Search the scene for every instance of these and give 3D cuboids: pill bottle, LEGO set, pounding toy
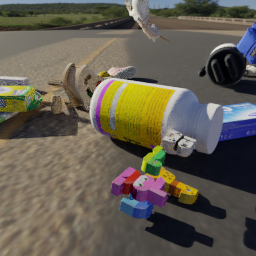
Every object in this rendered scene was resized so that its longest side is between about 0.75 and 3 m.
[{"bbox_3d":[0.589,-0.247,6.127,2.691,1.403,1.403,14,27,30],"label":"pill bottle"},{"bbox_3d":[0.641,0.843,4.359,0.883,0.821,2.153,22,28,22],"label":"LEGO set"},{"bbox_3d":[-1.530,-1.410,8.897,1.399,1.395,2.440,16,27,33],"label":"pounding toy"}]

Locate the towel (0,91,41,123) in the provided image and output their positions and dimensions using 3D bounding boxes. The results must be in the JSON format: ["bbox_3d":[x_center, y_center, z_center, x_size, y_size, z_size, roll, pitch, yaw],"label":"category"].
[{"bbox_3d":[-4.106,-0.725,8.570,1.912,0.393,2.563,4,23,12],"label":"towel"}]

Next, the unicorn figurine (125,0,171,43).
[{"bbox_3d":[0.383,-3.258,7.418,0.755,2.044,1.404,-24,58,5],"label":"unicorn figurine"}]

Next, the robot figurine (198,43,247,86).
[{"bbox_3d":[4.060,-2.664,11.588,1.911,1.587,2.543,22,29,13],"label":"robot figurine"}]

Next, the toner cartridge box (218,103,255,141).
[{"bbox_3d":[2.469,-0.162,7.087,2.288,0.494,1.087,-8,24,-18],"label":"toner cartridge box"}]

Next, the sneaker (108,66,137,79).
[{"bbox_3d":[-0.307,-2.505,12.570,1.432,0.539,0.749,-25,38,-37],"label":"sneaker"}]

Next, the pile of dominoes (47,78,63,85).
[{"bbox_3d":[-2.840,-1.869,11.711,1.011,0.161,0.788,9,23,0],"label":"pile of dominoes"}]

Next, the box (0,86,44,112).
[{"bbox_3d":[-3.642,-0.863,8.132,2.192,0.530,1.286,1,21,-7],"label":"box"}]

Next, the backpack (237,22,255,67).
[{"bbox_3d":[2.266,-1.289,4.624,0.666,0.645,0.793,-20,62,-23],"label":"backpack"}]

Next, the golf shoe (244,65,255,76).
[{"bbox_3d":[5.410,-2.639,13.130,1.415,0.546,0.623,23,56,42],"label":"golf shoe"}]

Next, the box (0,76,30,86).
[{"bbox_3d":[-4.974,-1.782,11.009,2.218,0.429,0.460,5,23,11],"label":"box"}]
